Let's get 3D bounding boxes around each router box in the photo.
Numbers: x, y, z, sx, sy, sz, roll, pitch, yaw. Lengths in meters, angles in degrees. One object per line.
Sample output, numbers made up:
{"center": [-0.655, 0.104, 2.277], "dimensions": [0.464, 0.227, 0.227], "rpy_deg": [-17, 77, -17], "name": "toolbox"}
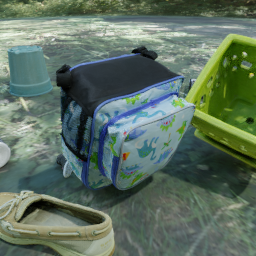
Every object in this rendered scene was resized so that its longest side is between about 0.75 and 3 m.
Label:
{"center": [3.450, -1.836, 13.036], "dimensions": [1.243, 0.425, 1.666], "rpy_deg": [6, 28, 12], "name": "router box"}

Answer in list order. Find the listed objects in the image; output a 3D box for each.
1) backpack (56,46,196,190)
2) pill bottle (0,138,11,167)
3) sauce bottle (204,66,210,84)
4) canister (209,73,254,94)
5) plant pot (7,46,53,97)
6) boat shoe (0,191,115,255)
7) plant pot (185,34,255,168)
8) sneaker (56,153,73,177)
{"center": [-0.128, 0.087, 6.458], "dimensions": [2.731, 2.984, 2.193], "rpy_deg": [-24, 58, -35], "name": "backpack"}
{"center": [-4.090, 0.507, 8.061], "dimensions": [0.841, 0.841, 1.582], "rpy_deg": [-23, 34, -37], "name": "pill bottle"}
{"center": [4.743, -2.089, 12.426], "dimensions": [2.930, 0.967, 0.967], "rpy_deg": [11, 27, -5], "name": "sauce bottle"}
{"center": [4.395, -1.457, 11.023], "dimensions": [2.221, 1.649, 0.961], "rpy_deg": [-10, 29, -23], "name": "canister"}
{"center": [-4.658, -2.718, 13.072], "dimensions": [2.025, 1.983, 2.025], "rpy_deg": [-1, 27, 0], "name": "plant pot"}
{"center": [-1.667, 1.738, 5.528], "dimensions": [3.006, 0.946, 1.096], "rpy_deg": [13, 30, 23], "name": "boat shoe"}
{"center": [3.218, -0.501, 7.451], "dimensions": [2.576, 2.338, 2.564], "rpy_deg": [29, 78, 27], "name": "plant pot"}
{"center": [-1.760, 1.015, 7.667], "dimensions": [0.434, 0.309, 0.875], "rpy_deg": [-16, 44, 15], "name": "sneaker"}
